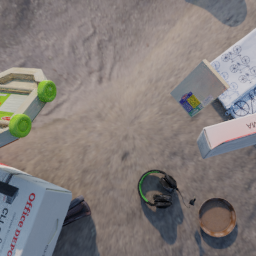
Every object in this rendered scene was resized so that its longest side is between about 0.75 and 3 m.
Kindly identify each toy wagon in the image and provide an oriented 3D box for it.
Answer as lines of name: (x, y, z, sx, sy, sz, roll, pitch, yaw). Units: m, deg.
toy wagon: (-2.887, -0.259, 5.897, 2.200, 0.561, 2.835, 8, 53, 25)

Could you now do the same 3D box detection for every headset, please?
headset: (1.035, 1.760, 7.688, 1.633, 0.767, 1.009, 20, 82, 14)

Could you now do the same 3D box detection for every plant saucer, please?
plant saucer: (2.485, 2.488, 7.871, 1.075, 0.185, 1.075, 0, 81, 1)

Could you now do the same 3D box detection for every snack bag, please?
snack bag: (3.884, -1.317, 8.408, 2.623, 0.298, 2.782, -36, 83, -6)

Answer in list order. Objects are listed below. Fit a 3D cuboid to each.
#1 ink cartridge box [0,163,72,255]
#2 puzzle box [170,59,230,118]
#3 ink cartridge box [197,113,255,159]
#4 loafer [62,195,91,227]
ink cartridge box: (-3.073, 2.077, 6.954, 2.795, 1.170, 2.017, 14, 79, 24)
puzzle box: (1.479, -0.801, 5.928, 0.764, 1.148, 0.146, 50, 49, 5)
ink cartridge box: (2.570, -0.073, 5.233, 2.281, 2.009, 0.510, -16, 74, 1)
loafer: (-1.942, 2.665, 7.593, 2.058, 0.740, 0.648, -36, 87, -8)
